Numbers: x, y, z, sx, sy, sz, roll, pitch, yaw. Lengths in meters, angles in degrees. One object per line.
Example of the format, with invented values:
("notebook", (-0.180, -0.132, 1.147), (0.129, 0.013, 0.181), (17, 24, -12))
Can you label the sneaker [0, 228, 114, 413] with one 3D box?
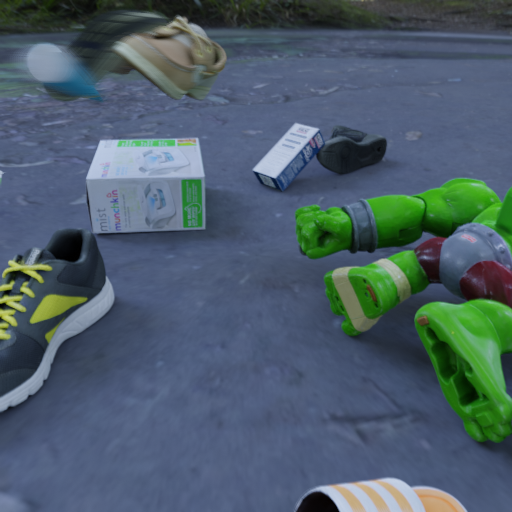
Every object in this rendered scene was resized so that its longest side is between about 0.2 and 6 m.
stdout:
("sneaker", (-3.011, 0.673, 7.152), (1.204, 1.368, 3.233), (6, 28, 13))

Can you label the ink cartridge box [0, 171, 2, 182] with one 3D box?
("ink cartridge box", (-4.013, -1.027, 7.794), (0.810, 0.340, 0.589), (11, 23, -27))

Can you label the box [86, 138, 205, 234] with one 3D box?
("box", (-2.200, -1.486, 11.537), (2.196, 1.204, 2.489), (-2, 28, -7))

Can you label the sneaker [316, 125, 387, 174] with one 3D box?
("sneaker", (2.103, -2.717, 14.233), (2.415, 0.923, 1.384), (-21, 32, -40))

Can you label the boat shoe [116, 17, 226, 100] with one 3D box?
("boat shoe", (-1.086, -2.840, 7.886), (1.032, 0.925, 2.787), (40, 16, -5))

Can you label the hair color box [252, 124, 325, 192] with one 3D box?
("hair color box", (0.769, -2.293, 12.988), (0.815, 0.493, 1.630), (28, 71, 42))

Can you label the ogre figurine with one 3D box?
("ogre figurine", (2.815, 0.337, 6.889), (2.830, 2.316, 4.720), (-24, 22, -18))

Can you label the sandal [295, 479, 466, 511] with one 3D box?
("sandal", (0.536, 2.400, 4.294), (3.074, 0.881, 1.178), (-10, 28, -22))

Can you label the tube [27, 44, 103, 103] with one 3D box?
("tube", (-2.294, -2.169, 6.794), (0.623, 0.406, 1.610), (38, 4, -7))

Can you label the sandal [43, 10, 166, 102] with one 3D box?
("sandal", (-2.435, -3.228, 9.089), (0.971, 0.698, 2.446), (29, 64, 23))
